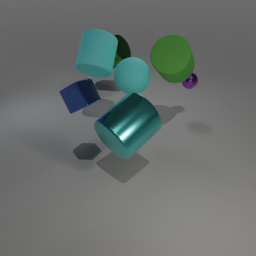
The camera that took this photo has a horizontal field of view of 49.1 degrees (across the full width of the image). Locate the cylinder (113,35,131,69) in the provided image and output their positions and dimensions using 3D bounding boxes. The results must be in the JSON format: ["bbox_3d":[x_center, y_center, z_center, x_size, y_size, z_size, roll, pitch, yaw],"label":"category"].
[{"bbox_3d":[-0.804,-3.743,14.067,1.400,1.400,1.400,-17,18,36],"label":"cylinder"}]

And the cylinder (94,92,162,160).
[{"bbox_3d":[-0.004,-0.058,7.939,1.400,1.400,1.400,-42,47,-20],"label":"cylinder"}]

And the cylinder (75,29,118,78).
[{"bbox_3d":[-1.198,-2.835,10.791,1.400,1.400,1.400,10,-8,1],"label":"cylinder"}]

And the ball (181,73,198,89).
[{"bbox_3d":[2.610,-1.999,11.851,0.700,0.700,0.700,0,31,0],"label":"ball"}]

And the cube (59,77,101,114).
[{"bbox_3d":[-1.319,-0.903,7.784,0.700,0.700,0.700,-21,9,33],"label":"cube"}]

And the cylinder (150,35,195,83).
[{"bbox_3d":[1.652,-2.468,10.189,1.400,1.400,1.400,12,0,19],"label":"cylinder"}]

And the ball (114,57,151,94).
[{"bbox_3d":[0.167,-1.979,10.693,1.400,1.400,1.400,0,31,0],"label":"ball"}]
